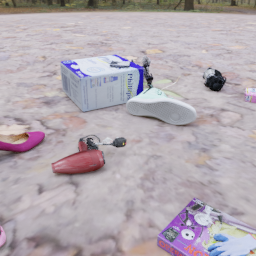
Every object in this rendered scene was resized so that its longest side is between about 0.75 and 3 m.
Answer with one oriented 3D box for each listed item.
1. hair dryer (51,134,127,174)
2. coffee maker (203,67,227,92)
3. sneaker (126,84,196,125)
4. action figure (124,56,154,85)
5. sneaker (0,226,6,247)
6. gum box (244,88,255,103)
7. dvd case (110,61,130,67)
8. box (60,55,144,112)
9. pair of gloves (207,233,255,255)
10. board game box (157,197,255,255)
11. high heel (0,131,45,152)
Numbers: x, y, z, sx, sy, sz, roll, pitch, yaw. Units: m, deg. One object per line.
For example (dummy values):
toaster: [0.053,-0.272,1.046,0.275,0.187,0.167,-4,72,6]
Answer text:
hair dryer: [-1.285,0.831,8.440,1.758,0.627,2.308,1,18,41]
coffee maker: [4.413,-2.408,13.912,1.230,0.862,1.280,4,29,5]
sneaker: [1.520,-1.041,11.087,2.806,1.032,1.655,13,37,28]
action figure: [0.480,-3.114,14.712,1.631,1.400,2.744,-14,32,-5]
sneaker: [-3.339,1.775,6.048,2.041,0.974,0.806,22,37,37]
gum box: [5.668,-1.516,12.787,0.592,0.345,1.043,9,30,17]
dvd case: [-0.337,-2.754,12.065,0.828,0.102,0.623,4,29,5]
box: [-1.205,-2.164,12.708,2.963,1.554,2.725,-14,32,-26]
pair of gloves: [2.144,2.397,5.060,1.099,0.156,1.367,-11,31,-19]
board game box: [2.034,2.429,5.493,2.547,0.411,1.529,22,40,35]
high heel: [-3.649,0.264,8.712,0.754,1.074,2.235,24,37,37]
